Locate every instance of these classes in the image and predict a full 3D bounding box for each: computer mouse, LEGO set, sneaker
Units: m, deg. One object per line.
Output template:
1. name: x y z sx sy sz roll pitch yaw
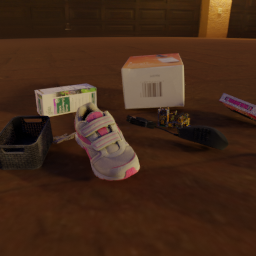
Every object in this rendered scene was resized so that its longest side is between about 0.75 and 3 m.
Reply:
1. computer mouse: 1.182 -0.020 7.166 2.759 0.470 0.809 16 0 23
2. LEGO set: 1.337 -0.372 8.288 1.015 0.588 0.780 11 20 35
3. sneaker: -0.589 0.214 5.932 0.921 0.999 2.264 -28 43 -23

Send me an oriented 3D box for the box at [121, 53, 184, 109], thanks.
1. box: 0.973 -1.840 10.513 2.067 1.444 2.715 -3 22 7

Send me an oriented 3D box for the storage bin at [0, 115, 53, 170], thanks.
1. storage bin: -2.369 0.301 6.494 0.941 0.652 1.391 -1 28 1

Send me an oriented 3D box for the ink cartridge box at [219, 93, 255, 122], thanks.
1. ink cartridge box: 3.716 -0.491 8.452 0.891 0.349 1.881 27 5 -38

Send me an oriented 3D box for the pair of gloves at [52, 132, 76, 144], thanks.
1. pair of gloves: -1.750 0.256 7.254 0.672 0.138 0.790 -21 10 -39

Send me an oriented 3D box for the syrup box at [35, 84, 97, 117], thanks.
1. syrup box: -2.135 -0.993 9.762 1.981 0.780 0.807 -14 26 -32
